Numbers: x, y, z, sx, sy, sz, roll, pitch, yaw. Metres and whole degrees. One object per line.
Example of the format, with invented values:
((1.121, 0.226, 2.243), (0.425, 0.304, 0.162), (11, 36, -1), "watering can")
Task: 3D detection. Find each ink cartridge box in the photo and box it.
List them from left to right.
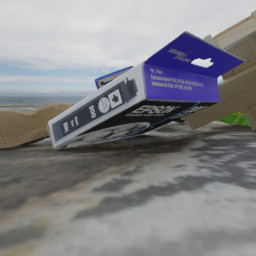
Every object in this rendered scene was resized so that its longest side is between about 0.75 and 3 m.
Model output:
((0.512, -0.467, 5.012), (2.820, 0.612, 2.794), (-27, -12, 35), "ink cartridge box")

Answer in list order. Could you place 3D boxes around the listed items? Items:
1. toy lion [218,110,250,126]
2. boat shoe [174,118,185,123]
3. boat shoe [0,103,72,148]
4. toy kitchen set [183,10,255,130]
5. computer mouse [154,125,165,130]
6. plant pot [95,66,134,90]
((3.068, -0.731, 8.821), (2.213, 0.793, 2.309), (34, 31, 8), "toy lion")
((1.868, -0.422, 9.798), (0.461, 0.512, 1.449), (-32, -15, 24), "boat shoe")
((-1.918, 0.017, 5.201), (1.950, 0.701, 0.632), (-17, -15, -27), "boat shoe")
((2.395, -1.600, 7.428), (2.446, 2.704, 2.998), (-27, -46, 23), "toy kitchen set")
((0.983, -0.630, 8.495), (1.639, 0.656, 2.989), (-35, 5, 5), "computer mouse")
((-0.198, -1.133, 9.082), (1.512, 1.512, 1.359), (-19, 2, 3), "plant pot")
